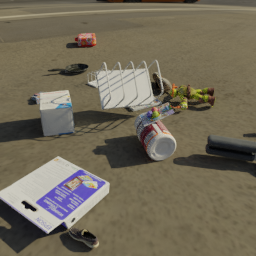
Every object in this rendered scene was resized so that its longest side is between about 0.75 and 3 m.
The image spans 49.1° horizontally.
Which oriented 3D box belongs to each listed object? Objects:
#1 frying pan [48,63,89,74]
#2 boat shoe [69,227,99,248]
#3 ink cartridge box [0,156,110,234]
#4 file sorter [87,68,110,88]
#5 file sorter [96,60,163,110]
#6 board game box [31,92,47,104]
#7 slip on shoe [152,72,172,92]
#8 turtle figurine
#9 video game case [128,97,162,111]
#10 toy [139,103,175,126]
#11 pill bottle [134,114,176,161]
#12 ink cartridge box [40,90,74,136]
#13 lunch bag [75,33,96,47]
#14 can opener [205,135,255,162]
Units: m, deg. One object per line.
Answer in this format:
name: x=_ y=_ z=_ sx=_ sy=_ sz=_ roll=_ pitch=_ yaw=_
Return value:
frying pan: x=-3.444 y=-3.470 z=16.903 sx=1.433 sy=0.386 sz=2.368 roll=26 pitch=41 yaw=38
boat shoe: x=-1.065 y=2.581 z=6.767 sx=0.870 sy=0.282 sz=0.313 roll=17 pitch=21 yaw=31
ink cartridge box: x=-2.069 y=1.837 z=7.856 sx=2.234 sy=0.489 sz=2.255 roll=21 pitch=35 yaw=31
file sorter: x=-1.582 y=-2.776 z=15.419 sx=0.780 sy=0.700 sz=1.124 roll=27 pitch=40 yaw=37
file sorter: x=0.079 y=-1.801 z=11.349 sx=2.331 sy=1.617 sz=1.451 roll=-7 pitch=-8 yaw=-19
board game box: x=-4.282 y=-1.495 z=13.671 sx=0.910 sy=0.281 sz=0.909 roll=17 pitch=34 yaw=25
slip on shoe: x=1.655 y=-2.400 z=14.901 sx=0.589 sy=0.739 sz=1.943 roll=-33 pitch=37 yaw=-2
turtle figurine: x=2.948 y=-1.660 z=13.332 sx=2.226 sy=0.889 sz=2.760 roll=5 pitch=29 yaw=6
video game case: x=0.661 y=-1.232 z=13.369 sx=1.560 sy=0.141 sz=1.117 roll=-16 pitch=34 yaw=-24
toy: x=0.976 y=-0.552 z=9.788 sx=1.141 sy=0.269 sz=0.657 roll=-22 pitch=41 yaw=1
pill bottle: x=0.897 y=0.243 z=10.013 sx=1.040 sy=1.040 sz=1.821 roll=-8 pitch=32 yaw=-13
ink cartridge box: x=-2.874 y=-0.639 z=11.335 sx=1.212 sy=1.190 sz=1.646 roll=-7 pitch=32 yaw=-12
lunch bag: x=-3.448 y=-7.147 z=22.647 sx=1.698 sy=0.790 sz=1.928 roll=-4 pitch=31 yaw=-6
can opener: x=3.960 y=0.893 z=9.127 sx=2.775 sy=0.740 sz=0.928 roll=9 pitch=37 yaw=10
